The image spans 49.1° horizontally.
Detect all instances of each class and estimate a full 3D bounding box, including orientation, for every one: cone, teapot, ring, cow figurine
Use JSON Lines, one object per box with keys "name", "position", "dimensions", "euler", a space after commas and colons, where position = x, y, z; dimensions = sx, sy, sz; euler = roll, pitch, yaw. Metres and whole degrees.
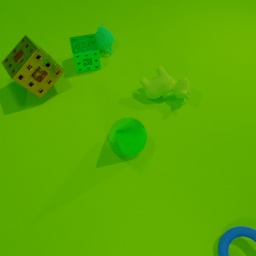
{"name": "cone", "position": [-0.163, 0.182, 7.581], "dimensions": [1.168, 1.173, 1.168], "euler": [-2, 81, 14]}
{"name": "teapot", "position": [-0.873, -3.345, 10.470], "dimensions": [0.628, 0.798, 1.283], "euler": [-15, 82, -50]}
{"name": "ring", "position": [2.692, 2.890, 6.458], "dimensions": [1.186, 0.237, 1.186], "euler": [-6, 66, 13]}
{"name": "cow figurine", "position": [1.258, -1.292, 9.115], "dimensions": [1.435, 0.788, 1.412], "euler": [-33, 84, 8]}

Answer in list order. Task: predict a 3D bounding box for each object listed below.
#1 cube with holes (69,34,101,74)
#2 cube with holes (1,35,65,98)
{"name": "cube with holes", "position": [-1.507, -2.638, 9.945], "dimensions": [0.896, 0.896, 0.896], "euler": [-12, 57, -8]}
{"name": "cube with holes", "position": [-3.001, -1.937, 8.877], "dimensions": [1.180, 1.180, 1.180], "euler": [-47, 50, 3]}
